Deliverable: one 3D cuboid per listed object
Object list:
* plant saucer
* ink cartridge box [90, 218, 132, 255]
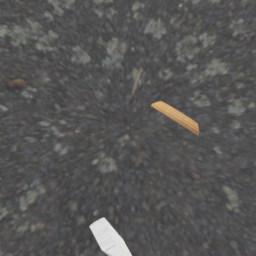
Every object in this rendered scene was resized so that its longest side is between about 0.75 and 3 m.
[{"bbox_3d":[0.932,-0.218,5.383,1.058,1.058,0.198,33,96,6],"label":"plant saucer"},{"bbox_3d":[-0.065,2.371,4.859,0.400,1.140,1.402,-31,45,-6],"label":"ink cartridge box"}]
